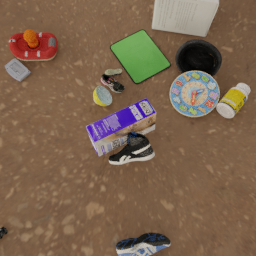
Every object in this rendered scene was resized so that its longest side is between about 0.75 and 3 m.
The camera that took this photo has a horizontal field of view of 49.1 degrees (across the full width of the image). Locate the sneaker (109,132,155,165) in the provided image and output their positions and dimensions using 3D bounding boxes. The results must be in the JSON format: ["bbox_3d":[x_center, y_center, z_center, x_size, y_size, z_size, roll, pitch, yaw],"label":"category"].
[{"bbox_3d":[-0.001,0.659,9.842,1.812,0.662,1.014,-12,105,29],"label":"sneaker"}]

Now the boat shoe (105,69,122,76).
[{"bbox_3d":[-0.615,-2.419,12.191,0.790,0.246,0.295,-3,75,15],"label":"boat shoe"}]

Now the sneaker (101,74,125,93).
[{"bbox_3d":[-0.678,-1.907,11.855,1.160,0.501,0.466,27,73,9],"label":"sneaker"}]

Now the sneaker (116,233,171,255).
[{"bbox_3d":[0.544,4.127,9.602,1.887,0.714,0.727,-8,96,-6],"label":"sneaker"}]

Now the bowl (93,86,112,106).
[{"bbox_3d":[-1.137,-1.238,11.558,0.480,0.891,0.891,-30,66,34],"label":"bowl"}]

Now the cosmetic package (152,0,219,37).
[{"bbox_3d":[2.525,-5.693,12.394,2.569,2.119,2.117,9,70,3],"label":"cosmetic package"}]

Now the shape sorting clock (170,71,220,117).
[{"bbox_3d":[2.742,-1.434,11.587,2.024,0.397,2.024,-1,79,7],"label":"shape sorting clock"}]

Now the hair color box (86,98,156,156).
[{"bbox_3d":[-0.197,0.001,10.096,2.400,1.312,0.778,-27,65,-11],"label":"hair color box"}]

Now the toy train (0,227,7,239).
[{"bbox_3d":[-4.888,4.040,9.768,1.483,0.253,0.340,-43,72,-15],"label":"toy train"}]

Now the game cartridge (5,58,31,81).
[{"bbox_3d":[-4.854,-2.526,12.255,1.058,0.214,0.706,41,71,14],"label":"game cartridge"}]

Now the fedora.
[{"bbox_3d":[2.995,-2.978,11.913,1.918,1.918,0.876,16,37,6],"label":"fedora"}]

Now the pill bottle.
[{"bbox_3d":[4.330,-1.152,11.417,0.802,0.802,1.441,39,75,13],"label":"pill bottle"}]

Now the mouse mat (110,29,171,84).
[{"bbox_3d":[0.535,-3.244,12.585,1.929,0.090,2.397,-30,71,-11],"label":"mouse mat"}]

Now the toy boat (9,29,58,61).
[{"bbox_3d":[-4.130,-3.711,12.084,2.024,1.323,1.321,-2,70,-1],"label":"toy boat"}]
